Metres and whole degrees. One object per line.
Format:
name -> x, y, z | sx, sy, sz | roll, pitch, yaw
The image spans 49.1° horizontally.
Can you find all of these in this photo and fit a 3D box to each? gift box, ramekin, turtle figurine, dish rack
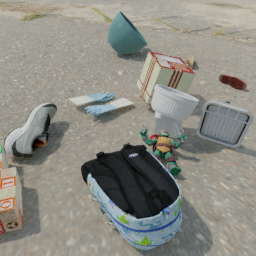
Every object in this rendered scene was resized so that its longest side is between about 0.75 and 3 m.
gift box -> 1.434, -2.092, 12.524 | 2.154, 2.011, 1.987 | 8, 34, -17
ramekin -> 1.593, -0.875, 9.924 | 1.608, 0.844, 1.608 | 18, 16, -5
turtle figurine -> 1.223, 0.588, 9.563 | 1.587, 1.067, 2.119 | -5, 48, 11
dish rack -> 3.352, -0.189, 9.825 | 1.610, 1.876, 0.408 | 18, 50, 15

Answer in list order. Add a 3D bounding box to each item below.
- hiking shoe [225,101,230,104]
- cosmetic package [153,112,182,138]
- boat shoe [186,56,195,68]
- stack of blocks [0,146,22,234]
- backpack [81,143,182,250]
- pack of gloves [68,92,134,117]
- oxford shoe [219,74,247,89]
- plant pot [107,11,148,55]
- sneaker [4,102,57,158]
hiking shoe -> 4.185, -0.791, 12.206 | 1.035, 0.385, 0.449 | -34, 54, -26
cosmetic package -> 1.547, -0.233, 10.904 | 1.030, 0.857, 0.862 | 6, 35, 7
boat shoe -> 3.697, -3.911, 16.599 | 0.470, 0.519, 1.457 | -1, 26, 11
stack of blocks -> -4.001, 1.720, 8.087 | 1.633, 0.831, 2.836 | -11, 36, -15
backpack -> 0.265, 1.743, 7.331 | 2.226, 2.098, 2.728 | -17, 17, -25
pack of gloves -> -1.209, -1.023, 12.601 | 2.305, 0.455, 1.936 | -18, 35, -38
oxford shoe -> 5.488, -2.445, 14.394 | 0.595, 0.561, 1.592 | -17, 39, -32
plant pot -> -0.264, -5.743, 17.786 | 1.785, 2.650, 2.650 | -39, 30, 19
sneaker -> -3.325, 0.108, 10.416 | 1.134, 1.057, 2.861 | 16, 43, 7
